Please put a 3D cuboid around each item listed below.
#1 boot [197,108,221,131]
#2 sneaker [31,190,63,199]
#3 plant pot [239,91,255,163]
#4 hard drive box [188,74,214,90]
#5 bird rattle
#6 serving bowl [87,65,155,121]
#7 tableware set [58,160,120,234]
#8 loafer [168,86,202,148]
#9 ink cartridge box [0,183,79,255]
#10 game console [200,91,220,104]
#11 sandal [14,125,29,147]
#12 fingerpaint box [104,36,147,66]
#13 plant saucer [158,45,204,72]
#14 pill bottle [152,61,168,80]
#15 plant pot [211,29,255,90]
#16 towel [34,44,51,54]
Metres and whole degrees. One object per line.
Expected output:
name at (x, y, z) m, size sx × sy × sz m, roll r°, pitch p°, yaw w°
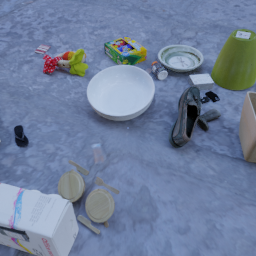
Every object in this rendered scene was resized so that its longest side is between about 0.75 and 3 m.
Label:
boot at (3.505, -0.373, 11.966) m, size 1.108 × 0.402 × 1.007 m, roll -13°, pitch 49°, yaw -21°
sneaker at (-2.871, 2.344, 8.961) m, size 1.510 × 0.563 × 0.658 m, roll 1°, pitch 4°, yaw 9°
plant pot at (5.205, 0.191, 10.230) m, size 2.152 × 1.905 × 2.150 m, roll 8°, pitch 46°, yaw -1°
hard drive box at (3.575, -2.261, 13.735) m, size 1.008 × 0.387 × 0.785 m, roll -6°, pitch 46°, yaw -6°
bird rattle at (-3.194, -3.453, 14.678) m, size 2.416 × 1.361 × 1.970 m, roll -1°, pitch 33°, yaw 17°
serving bowl at (-0.289, -1.432, 12.381) m, size 2.944 × 0.968 × 2.944 m, roll -2°, pitch 56°, yaw 3°
tableware set at (-1.332, 2.211, 9.114) m, size 2.299 × 0.461 × 1.520 m, roll 25°, pitch 89°, yaw 29°
loafer at (2.520, -0.528, 11.230) m, size 1.050 × 0.919 × 2.923 m, roll 32°, pitch 62°, yaw -18°
ink cartridge box at (-2.913, 2.634, 7.901) m, size 2.643 × 1.950 × 1.131 m, roll 12°, pitch 47°, yaw 12°
game console at (3.686, -1.388, 13.073) m, size 1.131 × 0.136 × 0.667 m, roll -18°, pitch 48°, yaw -19°
sandal at (-4.384, 0.300, 11.336) m, size 0.478 × 0.269 × 1.257 m, roll -22°, pitch 50°, yaw -20°
fingerpaint box at (-0.146, -4.227, 15.428) m, size 1.589 × 0.699 × 1.905 m, roll -25°, pitch 51°, yaw -22°
plant saucer at (2.760, -3.570, 14.858) m, size 2.387 × 0.599 × 2.387 m, roll 0°, pitch 45°, yaw 0°
pill bottle at (1.568, -2.970, 14.301) m, size 0.565 × 0.565 × 1.064 m, roll -14°, pitch 48°, yaw -13°
plant pot at (5.257, -3.390, 13.381) m, size 2.181 × 2.331 × 2.181 m, roll -3°, pitch 47°, yaw 3°
towel at (-4.928, -4.534, 16.155) m, size 0.611 × 0.096 × 0.848 m, roll 16°, pitch 50°, yaw 12°
